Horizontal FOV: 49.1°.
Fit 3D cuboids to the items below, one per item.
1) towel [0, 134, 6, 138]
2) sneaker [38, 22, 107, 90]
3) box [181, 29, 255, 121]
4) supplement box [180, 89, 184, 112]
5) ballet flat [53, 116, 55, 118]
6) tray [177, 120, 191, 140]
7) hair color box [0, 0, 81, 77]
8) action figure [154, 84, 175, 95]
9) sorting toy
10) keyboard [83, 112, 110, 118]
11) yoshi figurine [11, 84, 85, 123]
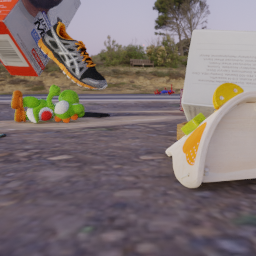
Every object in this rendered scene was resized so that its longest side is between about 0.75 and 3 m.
[{"bbox_3d":[-4.006,0.232,7.745,0.721,0.107,0.984,7,11,33],"label":"towel"},{"bbox_3d":[-1.140,-1.545,6.135,1.844,0.712,0.722,41,22,1],"label":"sneaker"},{"bbox_3d":[3.118,-1.120,7.656,2.936,1.919,2.921,7,-6,15],"label":"box"},{"bbox_3d":[3.830,-1.388,14.512,1.616,1.274,2.468,-1,9,-9],"label":"supplement box"},{"bbox_3d":[-3.491,-0.705,12.685,1.911,0.639,0.641,-1,30,11],"label":"ballet flat"},{"bbox_3d":[2.708,0.150,7.103,2.608,0.483,1.286,6,10,32],"label":"tray"},{"bbox_3d":[-2.281,-2.887,6.914,0.933,2.919,1.619,6,-31,18],"label":"hair color box"},{"bbox_3d":[1.529,-1.592,11.515,0.909,0.450,0.297,1,-12,-25],"label":"action figure"},{"bbox_3d":[1.825,0.232,5.028,2.657,1.420,2.392,-2,-10,-14],"label":"sorting toy"},{"bbox_3d":[-2.086,-0.670,13.346,2.227,0.229,1.415,5,10,34],"label":"keyboard"},{"bbox_3d":[-3.115,-0.959,11.278,2.736,1.532,1.538,2,2,-9],"label":"yoshi figurine"}]
